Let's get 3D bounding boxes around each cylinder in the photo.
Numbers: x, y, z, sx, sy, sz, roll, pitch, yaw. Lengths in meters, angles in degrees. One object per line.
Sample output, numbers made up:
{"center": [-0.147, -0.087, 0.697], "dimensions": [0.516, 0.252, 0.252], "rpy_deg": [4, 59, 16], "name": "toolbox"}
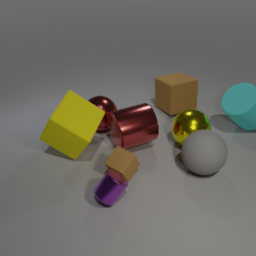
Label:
{"center": [0.161, -0.058, 9.901], "dimensions": [1.400, 1.400, 1.400], "rpy_deg": [-16, 34, -18], "name": "cylinder"}
{"center": [4.582, -0.814, 10.870], "dimensions": [1.400, 1.400, 1.400], "rpy_deg": [32, 10, -37], "name": "cylinder"}
{"center": [-0.469, 1.636, 7.730], "dimensions": [0.700, 0.700, 0.700], "rpy_deg": [34, 10, -7], "name": "cylinder"}

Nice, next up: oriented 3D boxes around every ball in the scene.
{"center": [-1.106, -0.583, 11.119], "dimensions": [1.400, 1.400, 1.400], "rpy_deg": [0, 30, 0], "name": "ball"}
{"center": [2.272, 0.010, 10.100], "dimensions": [1.400, 1.400, 1.400], "rpy_deg": [0, 30, 0], "name": "ball"}
{"center": [2.372, 0.754, 8.721], "dimensions": [1.400, 1.400, 1.400], "rpy_deg": [0, 30, 0], "name": "ball"}

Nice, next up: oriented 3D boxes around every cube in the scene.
{"center": [2.152, -1.569, 12.630], "dimensions": [1.400, 1.400, 1.400], "rpy_deg": [-15, 29, -21], "name": "cube"}
{"center": [-1.840, -0.083, 9.270], "dimensions": [1.400, 1.400, 1.400], "rpy_deg": [32, 49, -11], "name": "cube"}
{"center": [-0.163, 1.113, 8.643], "dimensions": [0.700, 0.700, 0.700], "rpy_deg": [24, 68, 29], "name": "cube"}
